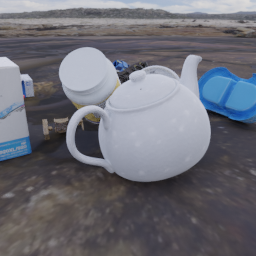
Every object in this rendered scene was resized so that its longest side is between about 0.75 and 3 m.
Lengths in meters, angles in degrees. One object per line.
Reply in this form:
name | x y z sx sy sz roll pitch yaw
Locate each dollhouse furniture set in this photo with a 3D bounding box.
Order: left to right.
dollhouse furniture set | -1.906 0.047 8.306 1.136 0.589 0.503 -6 63 -15

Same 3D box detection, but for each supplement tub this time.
supplement tub | -0.852 -1.010 7.119 1.352 1.352 1.859 5 -20 13

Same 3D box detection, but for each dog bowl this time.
dog bowl | 3.596 -1.110 9.652 0.719 1.618 2.902 25 5 -38

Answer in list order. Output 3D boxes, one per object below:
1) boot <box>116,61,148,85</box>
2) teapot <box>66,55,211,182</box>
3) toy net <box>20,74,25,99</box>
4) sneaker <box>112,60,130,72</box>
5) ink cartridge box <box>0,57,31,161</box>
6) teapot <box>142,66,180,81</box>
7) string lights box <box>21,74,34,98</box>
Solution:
boot | -0.248 -1.736 9.960 2.607 1.037 2.995 -35 15 -26
teapot | 0.403 -0.265 6.228 2.710 2.005 2.746 -10 28 19
toy net | -4.622 -1.588 10.974 1.279 0.471 2.439 -2 50 7
sneaker | -0.193 -3.029 14.846 2.760 1.135 1.021 -7 21 -20
ink cartridge box | -3.603 -0.494 7.065 1.667 2.305 1.697 -14 26 -30
teapot | 0.921 -1.082 9.610 1.987 1.961 1.451 36 -2 10
string lights box | -5.580 -1.731 12.094 2.677 0.789 1.375 -11 25 -24
